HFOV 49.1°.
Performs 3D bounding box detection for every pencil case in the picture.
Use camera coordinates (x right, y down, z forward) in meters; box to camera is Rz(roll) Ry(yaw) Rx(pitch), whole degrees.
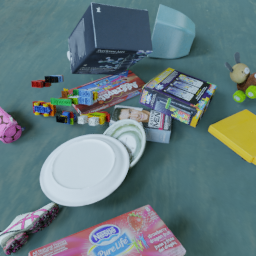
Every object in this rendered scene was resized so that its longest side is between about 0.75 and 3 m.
[{"bbox_3d":[-4.231,-0.253,9.333,1.738,0.814,0.789,34,37,28],"label":"pencil case"}]

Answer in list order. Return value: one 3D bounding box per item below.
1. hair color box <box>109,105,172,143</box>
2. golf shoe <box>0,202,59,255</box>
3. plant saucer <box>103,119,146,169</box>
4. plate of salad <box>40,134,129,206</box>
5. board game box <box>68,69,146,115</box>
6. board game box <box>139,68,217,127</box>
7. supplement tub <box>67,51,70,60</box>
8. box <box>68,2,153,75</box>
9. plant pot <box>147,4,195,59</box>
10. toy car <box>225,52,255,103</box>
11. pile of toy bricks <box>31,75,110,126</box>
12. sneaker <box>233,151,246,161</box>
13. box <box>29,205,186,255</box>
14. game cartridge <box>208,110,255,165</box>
[{"bbox_3d":[0.446,-0.147,9.366,1.972,0.598,0.976,7,44,7],"label":"hair color box"},{"bbox_3d":[-2.478,2.322,6.960,1.577,0.573,0.726,-34,55,-29],"label":"golf shoe"},{"bbox_3d":[-0.134,0.573,8.483,1.721,0.432,1.721,-17,57,28],"label":"plant saucer"},{"bbox_3d":[-1.215,1.163,8.008,2.573,0.618,2.573,-6,43,6],"label":"plate of salad"},{"bbox_3d":[-0.809,-1.429,10.882,2.912,0.283,1.499,-25,52,-23],"label":"board game box"},{"bbox_3d":[1.829,-1.179,9.823,2.048,0.703,2.478,24,34,17],"label":"board game box"},{"bbox_3d":[-2.209,-3.337,12.553,0.580,0.580,0.879,34,55,29],"label":"supplement tub"},{"bbox_3d":[-0.712,-2.884,9.646,1.990,2.681,1.435,-4,85,-27],"label":"box"},{"bbox_3d":[2.024,-4.202,12.678,1.832,1.799,1.794,13,46,-1],"label":"plant pot"},{"bbox_3d":[4.103,-1.913,9.875,1.256,1.207,1.529,-42,98,-21],"label":"toy car"},{"bbox_3d":[-1.862,-1.007,9.666,2.923,1.622,1.443,9,18,27],"label":"pile of toy bricks"},{"bbox_3d":[3.563,0.683,8.791,0.382,0.276,0.781,-26,53,-23],"label":"sneaker"},{"bbox_3d":[-0.426,2.752,5.405,2.777,1.384,1.326,-10,43,-37],"label":"box"},{"bbox_3d":[3.891,0.233,8.972,2.050,0.332,1.807,-21,48,-31],"label":"game cartridge"}]
